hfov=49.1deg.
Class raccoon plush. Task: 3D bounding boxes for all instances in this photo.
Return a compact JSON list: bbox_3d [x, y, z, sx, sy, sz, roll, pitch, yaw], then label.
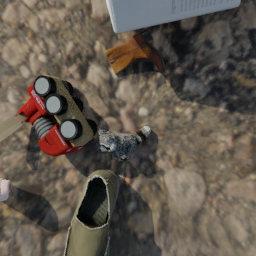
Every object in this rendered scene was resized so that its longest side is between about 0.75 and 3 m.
[{"bbox_3d":[-0.142,0.157,6.813,1.338,0.647,0.897,-49,130,-26],"label":"raccoon plush"}]

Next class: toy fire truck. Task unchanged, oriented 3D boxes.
[{"bbox_3d":[-2.146,-0.014,6.756,2.103,1.353,1.851,-36,80,17],"label":"toy fire truck"}]

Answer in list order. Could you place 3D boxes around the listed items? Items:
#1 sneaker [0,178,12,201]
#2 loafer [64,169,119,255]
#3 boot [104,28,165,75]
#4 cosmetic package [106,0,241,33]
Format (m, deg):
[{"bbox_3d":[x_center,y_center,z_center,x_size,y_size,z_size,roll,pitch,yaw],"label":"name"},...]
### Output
[{"bbox_3d":[-3.210,1.380,6.708,0.683,1.307,0.492,1,106,-36],"label":"sneaker"},{"bbox_3d":[-0.930,2.332,6.365,1.105,1.023,2.937,6,75,10],"label":"loafer"},{"bbox_3d":[0.200,-1.712,7.156,1.269,0.434,1.194,-29,110,7],"label":"boot"},{"bbox_3d":[0.726,-3.843,5.783,2.825,2.350,2.364,-13,54,-1],"label":"cosmetic package"}]
